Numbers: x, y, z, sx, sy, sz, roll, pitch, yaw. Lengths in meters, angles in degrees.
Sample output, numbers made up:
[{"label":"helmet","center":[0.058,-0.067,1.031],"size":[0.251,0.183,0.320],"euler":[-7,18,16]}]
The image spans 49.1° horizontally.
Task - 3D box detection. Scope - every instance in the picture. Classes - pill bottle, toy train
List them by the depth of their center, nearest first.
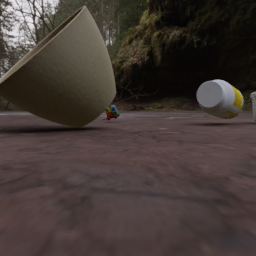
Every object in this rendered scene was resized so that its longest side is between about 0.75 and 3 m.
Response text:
[{"label":"pill bottle","center":[2.936,-0.914,8.959],"size":[1.111,1.111,1.983],"euler":[3,-3,35]},{"label":"toy train","center":[-0.758,-0.550,10.521],"size":[0.811,0.469,0.343],"euler":[-12,21,17]}]

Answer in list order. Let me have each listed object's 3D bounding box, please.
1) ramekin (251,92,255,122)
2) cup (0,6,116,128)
[{"label":"ramekin","center":[5.209,-0.689,9.359],"size":[2.053,1.001,2.053],"euler":[0,0,0]},{"label":"cup","center":[-1.468,-1.217,6.913],"size":[2.044,2.858,2.858],"euler":[48,-21,-25]}]
